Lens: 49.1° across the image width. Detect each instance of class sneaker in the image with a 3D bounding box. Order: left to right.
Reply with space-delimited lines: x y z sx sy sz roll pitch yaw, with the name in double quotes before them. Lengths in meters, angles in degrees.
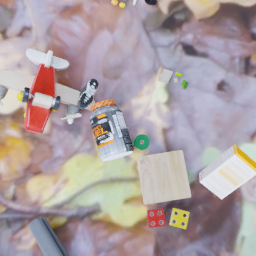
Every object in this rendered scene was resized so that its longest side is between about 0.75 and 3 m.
"sneaker" -1.232 -0.926 8.210 0.380 0.517 1.142 36 51 -21

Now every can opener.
"can opener" -2.016 3.646 7.630 0.832 0.659 2.503 -30 81 -5

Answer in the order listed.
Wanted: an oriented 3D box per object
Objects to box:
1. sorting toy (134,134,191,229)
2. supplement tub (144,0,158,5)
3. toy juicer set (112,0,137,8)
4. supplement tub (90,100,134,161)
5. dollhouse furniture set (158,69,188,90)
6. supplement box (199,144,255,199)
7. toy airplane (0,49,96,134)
"sorting toy" 1.022 1.511 8.117 1.348 0.473 2.795 -9 79 -2
"supplement tub" 0.839 -4.564 9.247 0.474 0.474 0.886 11 79 2
"toy juicer set" -0.087 -4.331 9.301 1.018 0.277 0.647 -3 79 -1
"supplement tub" -0.513 0.067 8.125 0.994 0.994 1.621 -17 79 -3
"dollhouse furniture set" 1.441 -1.524 8.856 0.892 0.345 0.446 24 87 24
"supplement box" 2.028 0.901 5.691 0.630 0.368 1.000 39 117 -8
"toy airplane" -2.531 -1.016 8.052 2.522 1.780 2.511 43 41 11
